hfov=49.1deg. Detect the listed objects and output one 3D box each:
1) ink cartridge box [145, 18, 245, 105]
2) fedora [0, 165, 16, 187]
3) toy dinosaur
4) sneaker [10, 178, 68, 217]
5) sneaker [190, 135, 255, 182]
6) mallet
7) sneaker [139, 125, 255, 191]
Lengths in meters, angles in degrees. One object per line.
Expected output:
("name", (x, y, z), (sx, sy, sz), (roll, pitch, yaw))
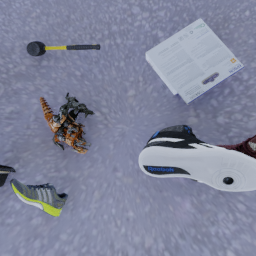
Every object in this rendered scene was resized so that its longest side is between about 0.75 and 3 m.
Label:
("ink cartridge box", (1.918, -1.927, 8.254), (2.044, 0.451, 2.082), (-33, 74, -6))
("fedora", (-3.335, 1.146, 6.698), (1.179, 1.179, 0.538), (9, 84, 4))
("toy dinosaur", (-1.644, -0.184, 7.338), (1.898, 0.969, 1.288), (41, 93, -7))
("sneaker", (-2.018, 1.471, 6.423), (0.594, 1.469, 0.543), (-55, 36, -8))
("sneaker", (2.597, 0.568, 6.729), (2.411, 1.392, 0.912), (-14, 65, -6))
("mallet", (-1.904, -2.346, 8.209), (2.129, 0.701, 0.438), (1, 108, 10))
("sneaker", (1.757, 0.513, 6.622), (2.771, 1.012, 1.550), (8, 32, 15))
